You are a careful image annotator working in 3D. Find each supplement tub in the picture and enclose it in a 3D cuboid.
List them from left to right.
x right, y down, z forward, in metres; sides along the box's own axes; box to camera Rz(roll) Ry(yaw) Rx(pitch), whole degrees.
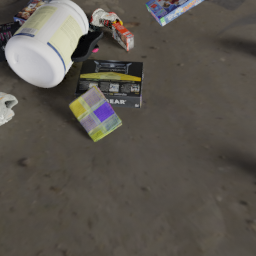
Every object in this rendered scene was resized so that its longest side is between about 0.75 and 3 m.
[{"bbox_3d":[-2.877,-3.230,10.473,2.155,2.155,2.973,14,55,10],"label":"supplement tub"}]

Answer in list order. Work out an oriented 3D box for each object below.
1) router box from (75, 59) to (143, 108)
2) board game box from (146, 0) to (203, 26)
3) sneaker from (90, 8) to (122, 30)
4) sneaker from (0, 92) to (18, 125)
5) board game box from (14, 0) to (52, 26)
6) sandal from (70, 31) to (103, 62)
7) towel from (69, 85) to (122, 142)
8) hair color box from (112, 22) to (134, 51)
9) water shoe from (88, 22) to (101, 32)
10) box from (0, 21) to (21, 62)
[{"bbox_3d":[-0.624,-1.665,10.301,2.334,0.610,1.835,4,54,3],"label":"router box"},{"bbox_3d":[1.314,-3.482,7.634,1.444,0.249,0.977,-30,52,6],"label":"board game box"},{"bbox_3d":[-0.913,-4.684,12.158,0.736,0.698,1.793,44,40,21],"label":"sneaker"},{"bbox_3d":[-4.417,-0.338,9.229,1.071,0.882,2.329,7,56,0],"label":"sneaker"},{"bbox_3d":[-4.068,-5.550,13.241,1.564,0.399,2.309,16,55,11],"label":"board game box"},{"bbox_3d":[-1.074,-2.113,7.438,0.617,0.370,1.643,0,44,18],"label":"sandal"},{"bbox_3d":[-1.101,-0.491,9.324,1.183,0.188,1.647,-34,79,-5],"label":"towel"},{"bbox_3d":[-0.223,-3.896,11.899,0.373,0.647,1.166,-30,59,-19],"label":"hair color box"},{"bbox_3d":[-1.641,-4.550,12.460,1.078,0.386,0.426,40,106,16],"label":"water shoe"},{"bbox_3d":[-5.115,-3.314,10.991,2.122,1.125,1.297,-18,36,-12],"label":"box"}]
